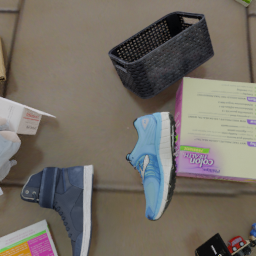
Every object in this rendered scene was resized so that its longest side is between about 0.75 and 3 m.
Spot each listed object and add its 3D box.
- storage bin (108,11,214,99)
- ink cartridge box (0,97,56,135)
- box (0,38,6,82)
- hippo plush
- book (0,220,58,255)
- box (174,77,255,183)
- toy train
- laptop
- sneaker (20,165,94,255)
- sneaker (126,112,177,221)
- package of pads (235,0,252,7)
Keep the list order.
[{"bbox_3d":[1.033,-2.363,8.854,2.806,1.315,1.897,-34,35,-9],"label":"storage bin"},{"bbox_3d":[-3.669,-0.413,8.654,2.485,1.456,0.837,18,89,5],"label":"ink cartridge box"},{"bbox_3d":[-5.218,-2.172,9.393,2.036,0.265,2.491,-20,57,-5],"label":"box"},{"bbox_3d":[-3.847,0.825,8.066,1.987,2.006,2.495,-28,81,-8],"label":"hippo plush"},{"bbox_3d":[-2.688,4.011,7.856,1.569,0.565,2.349,-18,74,-23],"label":"book"},{"bbox_3d":[2.739,0.109,8.561,2.509,1.379,2.853,5,76,1],"label":"box"},{"bbox_3d":[3.231,3.503,8.203,2.619,0.447,0.600,-30,65,-7],"label":"toy train"},{"bbox_3d":[1.882,2.948,5.897,1.080,0.558,0.957,-48,42,21],"label":"laptop"},{"bbox_3d":[-2.026,2.468,8.020,2.058,1.083,2.848,2,65,-10],"label":"sneaker"},{"bbox_3d":[0.516,0.865,6.443,1.105,0.963,2.456,1,91,19],"label":"sneaker"},{"bbox_3d":[4.271,-5.261,10.569,1.184,0.404,0.915,35,79,8],"label":"package of pads"}]
